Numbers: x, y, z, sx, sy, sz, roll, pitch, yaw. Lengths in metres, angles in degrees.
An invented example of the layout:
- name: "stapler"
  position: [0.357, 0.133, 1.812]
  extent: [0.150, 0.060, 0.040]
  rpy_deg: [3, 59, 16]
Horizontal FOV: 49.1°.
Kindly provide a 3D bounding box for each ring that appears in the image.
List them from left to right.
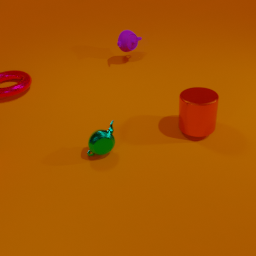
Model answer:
- name: "ring"
  position: [-4.140, -1.534, 9.623]
  extent: [1.626, 0.325, 1.626]
  rpy_deg: [-2, 37, 2]

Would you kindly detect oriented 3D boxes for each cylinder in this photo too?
- name: "cylinder"
  position: [1.957, -0.459, 7.857]
  extent: [1.049, 1.049, 1.049]
  rpy_deg: [-4, 33, 2]

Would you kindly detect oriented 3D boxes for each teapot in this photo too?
- name: "teapot"
  position: [-0.684, 0.302, 7.262]
  extent: [1.144, 0.711, 0.560]
  rpy_deg: [-50, 33, 9]
- name: "teapot"
  position: [0.011, -3.324, 10.796]
  extent: [1.333, 0.829, 0.653]
  rpy_deg: [-29, 35, -34]
